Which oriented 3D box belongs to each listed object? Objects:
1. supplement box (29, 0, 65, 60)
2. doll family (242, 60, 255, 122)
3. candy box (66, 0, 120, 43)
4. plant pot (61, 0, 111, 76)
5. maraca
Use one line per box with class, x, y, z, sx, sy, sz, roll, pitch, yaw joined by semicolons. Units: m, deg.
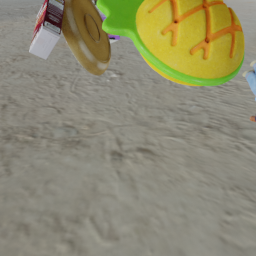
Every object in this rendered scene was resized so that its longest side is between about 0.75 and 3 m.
supplement box;-1.560;-1.994;5.443;0.365;0.652;1.197;21;46;-30
doll family;2.568;-0.857;4.151;0.985;2.510;1.451;-11;61;-3
candy box;-1.131;-3.493;8.270;1.563;1.863;0.666;-12;7;-41
plant pot;-0.975;-2.443;6.966;0.313;2.280;2.280;-15;26;20
maraca;0.863;-1.890;5.312;2.940;1.573;2.015;29;61;1
